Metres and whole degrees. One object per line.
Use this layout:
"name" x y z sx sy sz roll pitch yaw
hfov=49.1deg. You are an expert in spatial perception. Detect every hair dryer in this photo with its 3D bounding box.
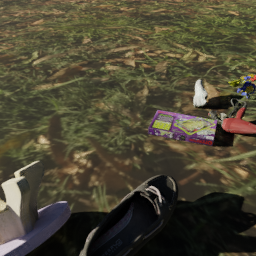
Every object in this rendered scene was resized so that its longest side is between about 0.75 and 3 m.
"hair dryer" 3.361 -0.343 8.518 1.250 0.446 1.641 -28 45 -3

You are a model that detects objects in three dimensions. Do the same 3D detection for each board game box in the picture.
"board game box" 1.673 -0.031 8.498 1.903 0.307 1.142 11 39 16

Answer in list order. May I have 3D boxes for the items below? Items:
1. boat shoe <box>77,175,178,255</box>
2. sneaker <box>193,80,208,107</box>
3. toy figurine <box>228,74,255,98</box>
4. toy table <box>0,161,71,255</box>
"boat shoe" 0.167 1.677 5.141 0.889 0.757 2.658 40 54 19
"sneaker" 2.590 -1.213 9.883 0.473 0.415 1.181 -1 57 21
"toy figurine" 4.256 -1.400 9.960 1.315 0.788 0.694 -17 22 -19
"toy table" -2.061 1.475 4.928 1.842 1.173 2.004 -18 8 30
